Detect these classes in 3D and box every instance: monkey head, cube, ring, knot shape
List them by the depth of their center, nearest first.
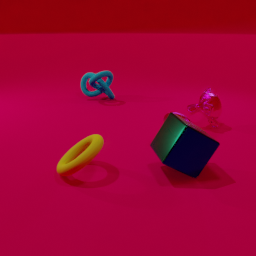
[{"bbox_3d":[1.198,0.363,6.091,0.929,0.929,0.929,27,12,-21],"label":"cube"},{"bbox_3d":[-1.056,0.588,6.190,1.232,0.246,1.232,-34,17,12],"label":"ring"},{"bbox_3d":[1.525,-0.074,8.236,1.068,0.214,1.068,16,38,-13],"label":"ring"},{"bbox_3d":[2.447,-0.640,8.872,0.982,1.365,0.823,-18,-17,33],"label":"monkey head"},{"bbox_3d":[-1.176,-1.864,11.742,1.596,1.494,0.737,21,57,-8],"label":"knot shape"}]
